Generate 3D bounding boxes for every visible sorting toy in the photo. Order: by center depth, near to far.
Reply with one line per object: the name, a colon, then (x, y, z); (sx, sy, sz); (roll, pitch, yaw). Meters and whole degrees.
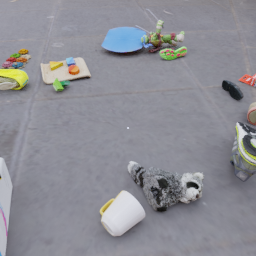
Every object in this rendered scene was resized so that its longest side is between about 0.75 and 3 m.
sorting toy: (-2.793, -2.504, 12.670); (2.106, 0.419, 2.849); (-11, 39, -14)

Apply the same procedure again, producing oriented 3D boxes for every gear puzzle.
gear puzzle: (-5.501, -3.576, 14.135); (1.113, 0.281, 2.149); (2, 38, 2)

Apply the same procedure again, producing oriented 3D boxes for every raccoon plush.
raccoon plush: (1.072, 1.280, 7.540); (1.397, 1.009, 2.085); (-11, 39, -25)

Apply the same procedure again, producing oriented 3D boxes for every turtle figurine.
turtle figurine: (1.739, -5.169, 14.869); (2.220, 1.647, 2.289); (2, 57, -17)

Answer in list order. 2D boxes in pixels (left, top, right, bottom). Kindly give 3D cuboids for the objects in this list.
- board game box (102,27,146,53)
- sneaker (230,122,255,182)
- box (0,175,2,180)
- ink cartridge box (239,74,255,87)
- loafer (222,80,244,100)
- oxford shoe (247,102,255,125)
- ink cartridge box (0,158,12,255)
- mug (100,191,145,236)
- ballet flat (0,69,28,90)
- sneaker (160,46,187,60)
board game box: (-0.170, -4.656, 15.329); (2.156, 0.531, 2.728); (6, 47, 8)
sneaker: (3.400, 0.598, 8.184); (0.963, 1.055, 2.607); (28, 26, 12)
box: (-4.197, 0.924, 6.264); (2.178, 0.537, 1.739); (28, 44, 33)
ink cartridge box: (5.727, -2.098, 12.181); (1.519, 0.383, 0.828); (31, 47, 32)
loafer: (4.400, -1.600, 11.507); (0.485, 0.489, 1.343); (-5, 40, -13)
oxford shoe: (5.617, -0.498, 9.733); (2.704, 0.957, 0.998); (13, 38, 16)
ink cartridge box: (-3.830, 2.162, 6.097); (2.137, 1.252, 2.957); (-9, 39, -11)
mug: (-0.200, 2.119, 6.724); (0.850, 1.036, 0.830); (-39, 84, -27)
ballet flat: (-5.677, -1.975, 11.645); (2.916, 0.974, 0.977); (0, 48, -3)
sneaker: (2.268, -3.849, 14.364); (1.537, 0.590, 0.644); (-12, 24, -22)
